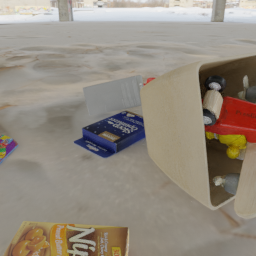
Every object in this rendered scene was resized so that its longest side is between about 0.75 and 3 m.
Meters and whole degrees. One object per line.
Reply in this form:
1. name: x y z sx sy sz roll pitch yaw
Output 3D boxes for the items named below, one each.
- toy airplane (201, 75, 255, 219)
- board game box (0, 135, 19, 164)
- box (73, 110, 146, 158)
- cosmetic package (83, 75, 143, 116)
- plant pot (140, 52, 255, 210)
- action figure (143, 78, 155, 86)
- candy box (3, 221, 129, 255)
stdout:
1. toy airplane: 2.323 0.095 4.987 2.348 1.657 2.338 -25 60 -6
2. board game box: -3.962 0.503 6.439 2.173 0.535 2.750 3 26 7
3. box: -0.281 0.092 7.558 1.290 0.345 2.129 21 34 37
4. cosmetic package: -0.411 -1.006 8.645 1.753 0.936 0.790 -7 11 19
5. plant pot: 1.639 -0.191 5.935 2.489 2.486 2.204 -16 14 -30
6. action figure: 1.654 -1.976 11.652 2.499 0.646 0.818 -16 24 -20
7. candy box: -0.816 1.780 3.808 1.613 0.446 0.931 1 24 4
